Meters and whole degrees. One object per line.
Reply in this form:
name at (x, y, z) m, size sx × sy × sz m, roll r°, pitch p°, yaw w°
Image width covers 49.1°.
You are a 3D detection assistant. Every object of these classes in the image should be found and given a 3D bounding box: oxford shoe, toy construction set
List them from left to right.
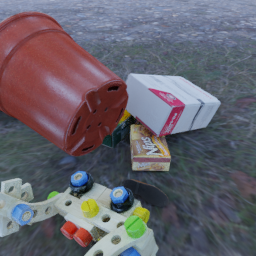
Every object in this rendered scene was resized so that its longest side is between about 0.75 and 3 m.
toy construction set at (-0.721, 1.509, 4.012) m, size 2.695 × 1.242 × 1.767 m, roll 24°, pitch 51°, yaw 24°
oxford shoe at (0.375, 1.200, 5.357) m, size 0.911 × 0.325 × 0.325 m, roll 24°, pitch 5°, yaw 18°

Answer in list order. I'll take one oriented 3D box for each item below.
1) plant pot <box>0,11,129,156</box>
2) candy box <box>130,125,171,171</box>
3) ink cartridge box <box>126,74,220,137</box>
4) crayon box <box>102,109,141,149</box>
plant pot at (-1.305, -0.712, 5.391) m, size 2.160 × 2.221 × 2.221 m, roll 36°, pitch 45°, yaw 21°
candy box at (0.467, 0.414, 6.424) m, size 0.792 × 0.380 × 1.373 m, roll 1°, pitch 31°, yaw -3°
ink cartridge box at (1.055, -0.625, 6.926) m, size 2.041 × 0.851 × 1.483 m, roll -7°, pitch 39°, yaw -44°
crayon box at (-0.936, -0.345, 7.476) m, size 2.202 × 0.559 × 1.398 m, roll 18°, pitch 37°, yaw 26°
